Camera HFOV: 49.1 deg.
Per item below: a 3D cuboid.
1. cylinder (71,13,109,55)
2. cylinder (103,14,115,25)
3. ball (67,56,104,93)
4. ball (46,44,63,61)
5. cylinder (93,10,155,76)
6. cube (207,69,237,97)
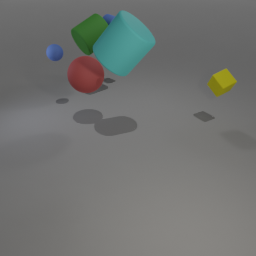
[{"bbox_3d":[-1.710,-4.388,13.171,1.400,1.400,1.400,-40,42,-14],"label":"cylinder"},{"bbox_3d":[-0.840,-5.245,13.954,0.700,0.700,0.700,-25,44,-37],"label":"cylinder"},{"bbox_3d":[-1.610,-2.041,10.734,1.400,1.400,1.400,0,29,0],"label":"ball"},{"bbox_3d":[-3.098,-3.193,11.865,0.700,0.700,0.700,0,29,0],"label":"ball"},{"bbox_3d":[-0.125,-2.556,8.565,1.400,1.400,1.400,32,33,-24],"label":"cylinder"},{"bbox_3d":[3.709,-1.784,11.099,0.700,0.700,0.700,-27,72,-14],"label":"cube"}]
